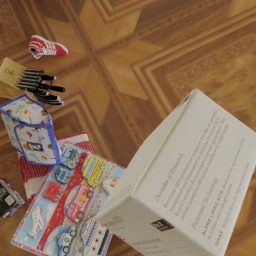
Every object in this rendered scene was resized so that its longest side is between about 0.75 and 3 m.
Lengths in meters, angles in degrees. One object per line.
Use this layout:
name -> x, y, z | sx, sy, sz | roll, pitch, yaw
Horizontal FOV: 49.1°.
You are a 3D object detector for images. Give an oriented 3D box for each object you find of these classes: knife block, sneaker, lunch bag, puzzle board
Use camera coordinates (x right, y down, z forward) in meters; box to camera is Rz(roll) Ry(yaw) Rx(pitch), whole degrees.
knife block -> -2.489, -0.979, 7.113 | 1.670, 1.902, 0.609 | 29, 68, -22
sneaker -> -2.198, -2.109, 7.663 | 1.029, 0.367, 0.579 | 18, 55, -14
lunch bag -> -2.109, 0.104, 6.250 | 1.425, 1.212, 0.883 | 27, 48, 30
puzzle board -> -1.085, 1.695, 6.287 | 1.905, 0.220, 2.528 | 25, 59, -5

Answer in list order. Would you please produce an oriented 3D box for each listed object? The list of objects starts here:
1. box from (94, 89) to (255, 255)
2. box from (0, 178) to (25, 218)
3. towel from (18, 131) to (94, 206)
box -> 0.736, 0.871, 4.581 | 1.364, 2.076, 2.087 | 36, 59, 0
box -> -2.977, 1.659, 6.696 | 0.814, 0.467, 0.538 | 43, 81, 13
towel -> -1.506, 1.391, 6.685 | 1.791, 0.283, 2.487 | -14, 71, -16
